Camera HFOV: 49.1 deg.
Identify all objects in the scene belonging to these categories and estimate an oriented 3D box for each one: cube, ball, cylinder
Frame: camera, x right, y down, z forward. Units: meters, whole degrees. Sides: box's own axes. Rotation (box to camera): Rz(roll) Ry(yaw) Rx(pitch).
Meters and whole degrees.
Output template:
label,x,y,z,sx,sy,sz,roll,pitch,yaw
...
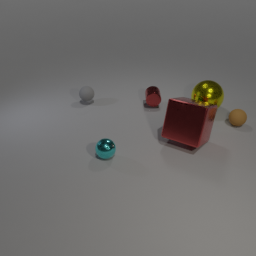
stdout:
label,x,y,z,sx,sy,sz,roll,pitch,yaw
cube,2.203,-0.259,10.019,1.400,1.400,1.400,18,16,27
ball,-0.754,0.694,9.438,0.700,0.700,0.700,0,31,0
cylinder,1.143,-1.447,12.772,0.700,0.700,0.700,0,37,0
ball,-1.909,-1.591,12.961,0.700,0.700,0.700,0,31,0
ball,3.491,-1.400,12.318,1.400,1.400,1.400,0,31,0
ball,4.438,-0.427,11.332,0.700,0.700,0.700,0,31,0
